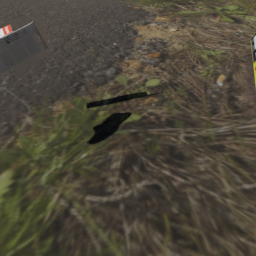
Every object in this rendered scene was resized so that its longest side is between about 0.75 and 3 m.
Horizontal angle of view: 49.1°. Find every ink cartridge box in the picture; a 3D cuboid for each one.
[{"bbox_3d":[-2.789,-1.938,6.664,1.497,0.816,0.377,-30,54,-6],"label":"ink cartridge box"}]

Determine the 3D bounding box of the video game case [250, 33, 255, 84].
[{"bbox_3d":[3.615,-2.116,5.722,0.371,2.910,2.629,20,53,-6],"label":"video game case"}]
